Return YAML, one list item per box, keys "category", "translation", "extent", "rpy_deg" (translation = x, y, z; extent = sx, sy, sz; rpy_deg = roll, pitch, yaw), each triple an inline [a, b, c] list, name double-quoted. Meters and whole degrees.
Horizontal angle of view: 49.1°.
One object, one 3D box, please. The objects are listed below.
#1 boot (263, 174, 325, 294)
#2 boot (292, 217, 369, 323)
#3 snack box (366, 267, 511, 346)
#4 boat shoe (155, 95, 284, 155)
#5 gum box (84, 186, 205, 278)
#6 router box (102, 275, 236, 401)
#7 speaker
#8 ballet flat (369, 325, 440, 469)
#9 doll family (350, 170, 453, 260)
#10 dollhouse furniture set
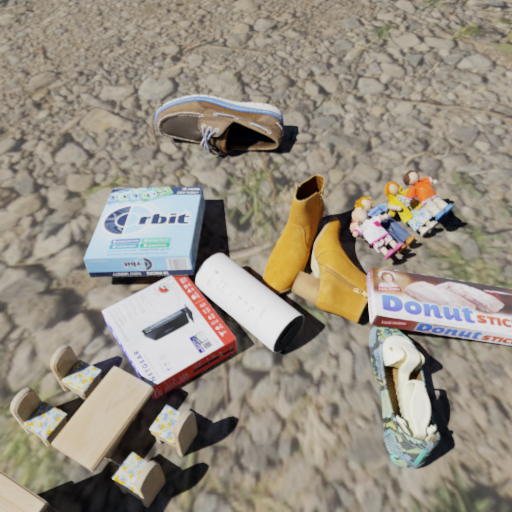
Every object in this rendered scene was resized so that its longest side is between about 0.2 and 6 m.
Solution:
- category: "boot"
  translation: [0.748, -0.485, 11.146]
  extent: [0.791, 1.609, 2.248]
  rpy_deg: [20, 53, 17]
- category: "boot"
  translation: [1.779, 0.278, 11.175]
  extent: [1.535, 0.755, 2.144]
  rpy_deg: [23, 57, 11]
- category: "snack box"
  translation: [3.629, 0.958, 10.420]
  extent: [3.132, 0.381, 1.126]
  rpy_deg: [9, 50, -5]
- category: "boat shoe"
  translation: [-0.902, -3.138, 13.678]
  extent: [3.195, 1.154, 1.156]
  rpy_deg: [-1, 52, -1]
- category: "gum box"
  translation: [-2.203, -0.557, 11.579]
  extent: [2.057, 0.539, 2.421]
  rpy_deg: [-1, 39, 4]
- category: "router box"
  translation: [-1.603, 1.391, 10.311]
  extent: [1.741, 0.474, 1.940]
  rpy_deg: [-28, 56, -22]
- category: "speaker"
  translation: [-0.140, 0.857, 10.511]
  extent: [2.127, 0.864, 0.864]
  rpy_deg: [36, 59, 27]
- category: "ballet flat"
  translation: [2.534, 2.121, 9.399]
  extent: [1.003, 1.003, 2.703]
  rpy_deg: [-2, 51, -2]
- category: "doll family"
  translation: [2.899, -0.858, 11.990]
  extent: [2.321, 1.046, 1.441]
  rpy_deg: [-35, 72, -15]
- category: "dollhouse furniture set"
  translation: [-2.683, 2.780, 8.297]
  extent: [2.521, 1.786, 2.745]
  rpy_deg: [23, 54, 18]
